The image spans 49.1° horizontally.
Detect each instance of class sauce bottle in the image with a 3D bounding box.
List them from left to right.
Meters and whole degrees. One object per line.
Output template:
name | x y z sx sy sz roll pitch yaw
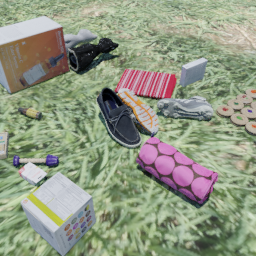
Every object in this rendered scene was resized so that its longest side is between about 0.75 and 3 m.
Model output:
sauce bottle | -3.802 -0.596 10.853 0.991 0.321 0.321 17 45 18

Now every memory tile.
memory tile | 4.988 -0.725 11.070 2.607 0.219 1.998 -28 49 -28

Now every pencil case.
pencil case | 1.478 1.167 8.404 2.451 1.112 1.148 33 34 29

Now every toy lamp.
toy lamp | -2.939 1.041 8.995 1.387 0.404 0.404 0 42 -1

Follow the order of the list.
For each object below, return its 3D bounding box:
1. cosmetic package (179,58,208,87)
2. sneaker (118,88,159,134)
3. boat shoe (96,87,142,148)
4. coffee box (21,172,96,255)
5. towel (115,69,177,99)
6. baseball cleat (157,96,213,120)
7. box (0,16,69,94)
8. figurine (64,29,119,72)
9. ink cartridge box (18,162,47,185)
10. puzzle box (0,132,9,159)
cosmetic package | 2.900 -2.472 12.449 1.272 0.959 0.329 -25 48 -25
sneaker | 0.323 -0.525 10.448 0.824 0.813 2.106 -24 66 -40
boat shoe | -0.348 -0.396 9.934 0.949 0.791 2.543 -22 67 -23
coffee box | -1.702 2.149 7.120 1.246 1.244 1.232 28 49 28
towel | 0.834 -1.939 12.378 2.464 0.277 1.782 9 45 13
baseball cleat | 2.206 -0.849 10.941 2.160 0.753 1.150 14 37 0
box | -4.381 -3.279 12.350 2.974 2.265 1.582 -30 50 -28
figurine | -2.251 -4.142 14.129 2.651 1.170 2.717 -34 51 -31
ink cartridge box | -2.908 1.446 8.628 0.816 0.275 0.475 24 47 27
puzzle box | -4.964 0.705 9.486 1.724 0.219 1.147 -10 43 -11
